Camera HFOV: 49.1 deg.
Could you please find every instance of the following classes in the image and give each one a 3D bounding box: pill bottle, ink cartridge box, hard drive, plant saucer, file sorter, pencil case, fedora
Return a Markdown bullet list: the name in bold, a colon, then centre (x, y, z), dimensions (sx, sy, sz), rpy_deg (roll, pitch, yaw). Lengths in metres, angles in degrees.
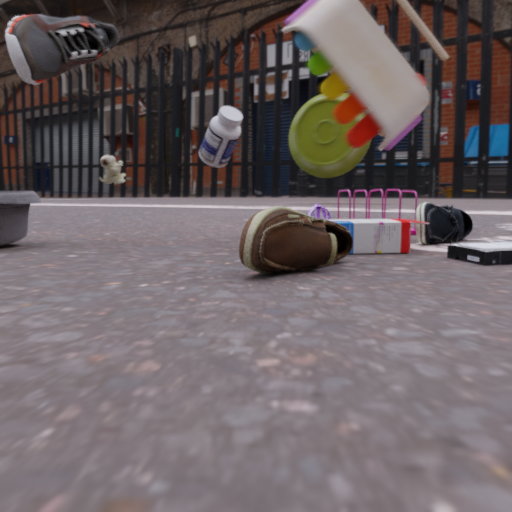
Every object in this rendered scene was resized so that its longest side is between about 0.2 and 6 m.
- **pill bottle**: centre (-0.648, -2.253, 10.578), dimensions (0.600, 1.080, 0.600), rpy_deg (16, 44, -16)
- **ink cartridge box**: centre (2.066, -0.354, 9.820), dimensions (1.652, 0.555, 0.960), rpy_deg (-1, 7, -5)
- **hard drive**: centre (3.808, -0.047, 8.678), dimensions (1.352, 0.256, 0.944), rpy_deg (-1, 8, -15)
- **plant saucer**: centre (1.397, -2.407, 11.018), dimensions (1.724, 1.724, 0.268), rpy_deg (4, -1, 26)
- **file sorter**: centre (2.846, -1.052, 13.309), dimensions (1.686, 1.057, 1.172), rpy_deg (-1, 7, -6)
- **pencil case**: centre (1.743, -1.111, 15.487), dimensions (0.612, 0.624, 1.459), rpy_deg (-1, 8, 1)
- **fedora**: centre (-5.216, -0.673, 10.338), dimensions (2.352, 1.062, 2.080), rpy_deg (-5, 9, -36)

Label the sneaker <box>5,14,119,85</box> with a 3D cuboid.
- **sneaker**: centre (-3.193, -3.715, 9.593), dimensions (1.134, 1.067, 2.770), rpy_deg (-7, 28, 14)

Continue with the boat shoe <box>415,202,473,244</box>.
- **boat shoe**: centre (3.761, -0.649, 11.212), dimensions (0.697, 0.836, 2.240), rpy_deg (-1, 0, 37)

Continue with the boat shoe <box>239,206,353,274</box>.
- **boat shoe**: centre (0.678, -0.209, 7.616), dimensions (0.887, 0.885, 2.397), rpy_deg (11, 11, 28)

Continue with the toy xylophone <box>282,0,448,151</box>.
- **toy xylophone**: centre (1.857, -3.144, 9.004), dimensions (2.019, 2.758, 0.693), rpy_deg (-35, 8, -12)

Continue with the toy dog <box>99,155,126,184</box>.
- **toy dog**: centre (-3.006, -1.810, 11.579), dimensions (0.562, 0.580, 0.404), rpy_deg (-9, 34, 7)
